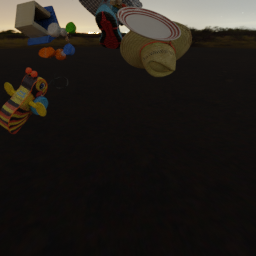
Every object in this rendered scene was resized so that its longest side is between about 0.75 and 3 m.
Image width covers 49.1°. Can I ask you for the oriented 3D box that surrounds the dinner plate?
[{"bbox_3d":[0.242,-1.196,3.259,0.771,0.093,0.771,11,45,-11],"label":"dinner plate"}]

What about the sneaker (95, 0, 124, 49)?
[{"bbox_3d":[-0.478,-3.149,8.495,0.759,0.915,1.915,7,-17,3],"label":"sneaker"}]

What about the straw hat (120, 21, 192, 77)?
[{"bbox_3d":[0.588,-1.331,5.381,1.479,1.479,0.626,-5,64,-13],"label":"straw hat"}]

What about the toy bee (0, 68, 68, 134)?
[{"bbox_3d":[-1.102,-0.408,3.084,0.601,0.499,0.917,11,60,8],"label":"toy bee"}]

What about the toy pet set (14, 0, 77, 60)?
[{"bbox_3d":[-2.207,-3.112,8.643,2.329,2.494,1.325,0,-8,24],"label":"toy pet set"}]

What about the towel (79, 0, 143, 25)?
[{"bbox_3d":[-0.679,-4.165,9.207,1.542,1.862,0.797,-7,46,53],"label":"towel"}]

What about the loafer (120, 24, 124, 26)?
[{"bbox_3d":[0.090,-4.063,10.551,2.746,0.863,0.987,38,-4,2],"label":"loafer"}]

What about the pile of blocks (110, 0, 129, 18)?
[{"bbox_3d":[-0.138,-2.656,6.289,0.260,0.343,0.835,23,14,18],"label":"pile of blocks"}]
